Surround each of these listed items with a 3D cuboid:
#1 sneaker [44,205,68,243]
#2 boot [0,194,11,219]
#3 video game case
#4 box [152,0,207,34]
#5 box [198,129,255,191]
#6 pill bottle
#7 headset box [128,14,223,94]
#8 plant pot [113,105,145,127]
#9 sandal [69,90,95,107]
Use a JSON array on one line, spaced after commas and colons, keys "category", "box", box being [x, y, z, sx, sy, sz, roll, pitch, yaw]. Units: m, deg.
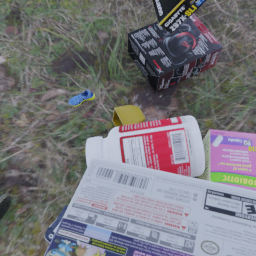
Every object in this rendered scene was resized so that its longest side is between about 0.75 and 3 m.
[{"category": "sneaker", "box": [-1.155, 3.155, 6.213, 1.618, 1.045, 2.983, 8, 58, -1]}, {"category": "boot", "box": [-4.021, 2.007, 7.125, 1.615, 0.586, 1.469, 25, 65, 19]}, {"category": "video game case", "box": [0.279, 1.381, 2.877, 2.284, 0.262, 2.081, 10, 50, 17]}, {"category": "box", "box": [1.166, -3.245, 5.985, 0.486, 1.572, 1.969, 22, 46, -36]}, {"category": "box", "box": [2.988, 1.522, 6.901, 2.283, 1.255, 2.595, 6, 65, 3]}, {"category": "pill bottle", "box": [0.410, 0.629, 7.097, 2.750, 1.544, 1.544, -9, 64, 4]}, {"category": "headset box", "box": [1.564, -2.564, 9.018, 2.596, 0.974, 1.930, -27, 67, -12]}, {"category": "plant pot", "box": [0.059, -0.222, 8.074, 0.755, 0.739, 0.734, -20, 66, -18]}, {"category": "sandal", "box": [-1.435, -0.947, 8.594, 0.839, 0.365, 0.334, -27, 69, -10]}]
